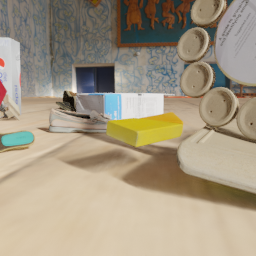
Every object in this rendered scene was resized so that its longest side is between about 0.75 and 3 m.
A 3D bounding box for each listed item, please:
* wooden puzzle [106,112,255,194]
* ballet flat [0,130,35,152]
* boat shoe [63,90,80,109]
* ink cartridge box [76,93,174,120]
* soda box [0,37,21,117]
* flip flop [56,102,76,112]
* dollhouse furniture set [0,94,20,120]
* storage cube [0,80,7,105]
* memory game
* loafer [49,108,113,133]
[{"bbox_3d":[1.464,0.303,2.719,2.985,0.349,2.014,15,17,28],"label":"wooden puzzle"},{"bbox_3d":[-1.941,0.246,4.172,1.062,0.364,0.335,-2,-21,-32],"label":"ballet flat"},{"bbox_3d":[-2.479,-1.226,13.408,0.894,0.946,2.629,-1,17,-26],"label":"boat shoe"},{"bbox_3d":[-0.012,-0.554,7.912,2.520,0.855,1.462,-6,9,-39],"label":"ink cartridge box"},{"bbox_3d":[-4.375,-1.753,9.934,0.861,2.713,0.926,1,6,-2],"label":"soda box"},{"bbox_3d":[-2.737,-0.848,12.241,0.610,0.433,1.504,-1,22,-38],"label":"flip flop"},{"bbox_3d":[-4.286,-0.411,9.030,1.384,0.676,1.180,-27,50,-3],"label":"dollhouse furniture set"},{"bbox_3d":[-4.641,-1.074,8.221,1.296,1.516,1.363,1,-36,8],"label":"storage cube"},{"bbox_3d":[1.488,-0.990,2.938,2.300,2.300,0.146,7,-4,45],"label":"memory game"},{"bbox_3d":[-0.920,-0.174,6.253,1.694,0.532,0.609,0,7,-3],"label":"loafer"}]
